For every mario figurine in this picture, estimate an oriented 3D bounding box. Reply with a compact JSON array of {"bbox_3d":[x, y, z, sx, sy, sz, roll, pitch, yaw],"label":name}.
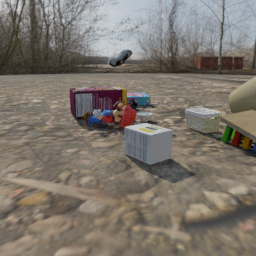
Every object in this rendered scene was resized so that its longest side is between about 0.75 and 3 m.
[{"bbox_3d":[-0.708,-0.671,11.959,2.258,1.197,1.394,-2,43,22],"label":"mario figurine"}]

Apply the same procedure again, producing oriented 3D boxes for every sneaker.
[{"bbox_3d":[-0.310,-3.356,13.716,1.489,0.550,0.590,-36,59,-27],"label":"sneaker"}]

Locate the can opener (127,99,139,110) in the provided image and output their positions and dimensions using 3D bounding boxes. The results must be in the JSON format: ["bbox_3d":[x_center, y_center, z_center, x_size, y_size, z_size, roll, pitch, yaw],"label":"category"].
[{"bbox_3d":[0.222,-1.151,15.587,0.587,0.728,1.852,38,16,-7],"label":"can opener"}]

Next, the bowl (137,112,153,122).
[{"bbox_3d":[0.772,-0.502,13.152,0.775,0.348,0.775,0,14,0],"label":"bowl"}]

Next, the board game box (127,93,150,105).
[{"bbox_3d":[-0.013,-1.850,17.964,2.546,0.573,1.936,-2,14,-9],"label":"board game box"}]

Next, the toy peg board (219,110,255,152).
[{"bbox_3d":[4.344,0.261,9.595,1.857,0.908,1.849,-10,33,-30],"label":"toy peg board"}]

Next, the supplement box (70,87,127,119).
[{"bbox_3d":[-1.547,-1.357,14.386,2.670,1.378,1.748,-4,15,-17],"label":"supplement box"}]

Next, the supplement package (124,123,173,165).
[{"bbox_3d":[0.596,0.432,8.388,0.896,0.889,1.180,-11,18,-37],"label":"supplement package"}]

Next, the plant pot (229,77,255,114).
[{"bbox_3d":[6.209,-1.367,12.794,2.626,2.626,2.803,-13,0,-41],"label":"plant pot"}]

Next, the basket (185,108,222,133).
[{"bbox_3d":[3.072,-0.330,11.546,0.890,0.810,1.313,-7,15,-25],"label":"basket"}]
